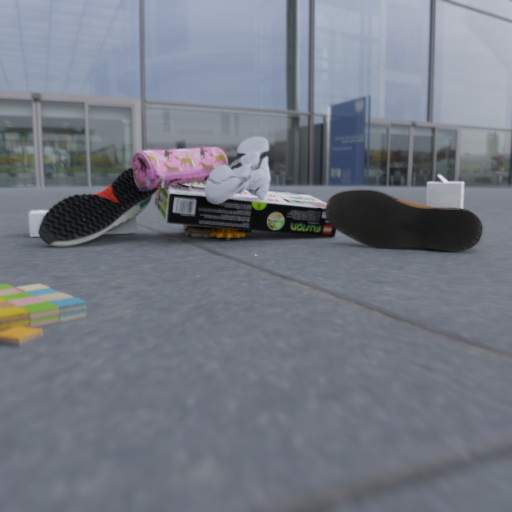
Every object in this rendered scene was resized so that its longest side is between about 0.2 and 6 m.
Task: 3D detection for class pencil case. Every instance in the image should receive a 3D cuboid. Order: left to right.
[{"bbox_3d":[-1.669,-1.978,12.615,2.196,0.950,0.909,-13,-14,-40],"label":"pencil case"}]

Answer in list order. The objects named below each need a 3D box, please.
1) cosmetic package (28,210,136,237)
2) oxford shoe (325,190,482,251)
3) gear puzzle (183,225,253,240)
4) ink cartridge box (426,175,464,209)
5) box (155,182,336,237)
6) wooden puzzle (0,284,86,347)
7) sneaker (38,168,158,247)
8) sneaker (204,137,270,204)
[{"bbox_3d":[-4.328,-0.862,14.042,2.496,0.632,1.030,-3,10,-19],"label":"cosmetic package"},{"bbox_3d":[3.043,-0.667,11.809,3.196,1.140,1.139,14,7,21],"label":"oxford shoe"},{"bbox_3d":[-0.954,-0.772,14.004,1.668,0.422,3.220,-1,10,-9],"label":"gear puzzle"},{"bbox_3d":[5.095,-1.451,15.120,0.904,1.444,0.928,4,10,23],"label":"ink cartridge box"},{"bbox_3d":[-0.282,-1.186,13.558,4.044,0.702,2.226,4,15,-17],"label":"box"},{"bbox_3d":[-3.001,0.589,6.295,1.603,0.190,2.704,-8,12,-42],"label":"wooden puzzle"},{"bbox_3d":[-3.574,-0.846,12.823,3.094,1.089,1.446,-40,-9,-40],"label":"sneaker"},{"bbox_3d":[-0.300,-1.553,12.121,0.778,1.190,2.070,17,53,27],"label":"sneaker"}]
